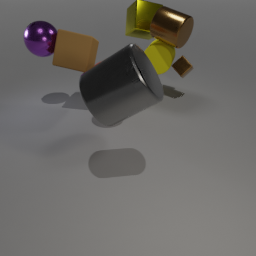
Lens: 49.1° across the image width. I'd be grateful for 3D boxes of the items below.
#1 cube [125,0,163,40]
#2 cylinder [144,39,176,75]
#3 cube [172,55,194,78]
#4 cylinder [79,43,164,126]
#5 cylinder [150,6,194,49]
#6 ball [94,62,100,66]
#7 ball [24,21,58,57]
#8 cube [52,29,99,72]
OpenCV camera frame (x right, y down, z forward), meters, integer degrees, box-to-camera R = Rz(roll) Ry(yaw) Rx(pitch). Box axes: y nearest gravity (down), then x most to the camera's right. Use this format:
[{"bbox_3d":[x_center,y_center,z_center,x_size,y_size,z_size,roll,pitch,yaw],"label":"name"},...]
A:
[{"bbox_3d":[0.779,-5.332,13.910,1.400,1.400,1.400,3,3,-21],"label":"cube"},{"bbox_3d":[1.504,-3.445,13.452,1.400,1.400,1.400,7,31,13],"label":"cylinder"},{"bbox_3d":[2.565,-2.855,13.142,0.700,0.700,0.700,50,14,10],"label":"cube"},{"bbox_3d":[-0.131,-0.939,6.307,1.400,1.400,1.400,-26,20,23],"label":"cylinder"},{"bbox_3d":[1.906,-4.379,12.202,1.400,1.400,1.400,32,40,23],"label":"cylinder"},{"bbox_3d":[-0.737,-1.730,10.142,1.400,1.400,1.400,0,28,0],"label":"ball"},{"bbox_3d":[-3.456,-3.571,11.263,1.400,1.400,1.400,0,28,0],"label":"ball"},{"bbox_3d":[-2.108,-3.096,11.476,1.400,1.400,1.400,13,11,2],"label":"cube"}]
